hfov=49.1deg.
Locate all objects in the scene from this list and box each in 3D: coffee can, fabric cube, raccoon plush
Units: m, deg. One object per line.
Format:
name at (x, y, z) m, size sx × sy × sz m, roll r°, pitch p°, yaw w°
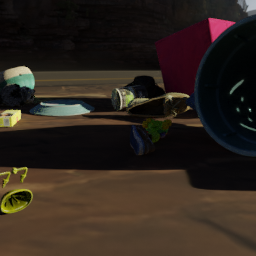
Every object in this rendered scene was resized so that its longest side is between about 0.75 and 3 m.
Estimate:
coffee can at (0.061, -1.181, 10.883) m, size 1.183 × 0.866 × 0.866 m, roll -12°, pitch 18°, yaw -25°
fabric cube at (3.230, -2.708, 11.940) m, size 2.775 × 2.766 × 2.722 m, roll -14°, pitch 2°, yaw -42°
raccoon plush at (-5.032, -1.408, 12.045) m, size 2.021 × 0.978 × 1.354 m, roll 0°, pitch 6°, yaw 0°

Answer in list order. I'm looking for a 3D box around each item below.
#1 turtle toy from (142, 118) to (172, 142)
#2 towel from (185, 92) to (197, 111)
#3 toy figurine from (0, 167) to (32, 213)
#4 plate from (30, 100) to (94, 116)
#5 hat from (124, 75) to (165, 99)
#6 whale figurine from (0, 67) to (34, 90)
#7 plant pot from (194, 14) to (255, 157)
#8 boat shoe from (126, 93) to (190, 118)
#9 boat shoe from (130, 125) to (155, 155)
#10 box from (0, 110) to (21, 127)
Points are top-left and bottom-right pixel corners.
turtle toy at (0.694, 0.054, 6.920) m, size 0.666 × 0.462 × 0.914 m, roll 4°, pitch 15°, yaw 19°
towel at (2.406, -0.742, 8.742) m, size 0.676 × 0.294 × 1.210 m, roll -44°, pitch 42°, yaw -7°
toy figurine at (-1.952, 0.839, 3.500) m, size 0.746 × 0.656 × 1.244 m, roll 5°, pitch 13°, yaw 40°
plate at (-2.534, -0.842, 10.857) m, size 2.463 × 0.315 × 2.463 m, roll 1°, pitch 15°, yaw 0°
hat at (0.721, -1.751, 11.994) m, size 2.102 × 0.848 × 2.102 m, roll 4°, pitch 39°, yaw -3°
whale figurine at (-5.775, -2.034, 14.159) m, size 2.185 × 1.425 × 2.747 m, roll -28°, pitch 5°, yaw -40°
plant pot at (3.522, -0.873, 6.502) m, size 2.777 × 2.835 × 2.835 m, roll -2°, pitch 12°, yaw -41°
boat shoe at (1.031, -0.679, 9.425) m, size 2.190 × 0.803 × 0.686 m, roll -8°, pitch 17°, yaw 11°
boat shoe at (0.311, 0.283, 6.223) m, size 0.432 × 0.431 × 1.194 m, roll 2°, pitch 23°, yaw -10°
box at (-3.689, -0.317, 8.703) m, size 0.475 × 0.316 × 1.262 m, roll -2°, pitch 13°, yaw -10°
